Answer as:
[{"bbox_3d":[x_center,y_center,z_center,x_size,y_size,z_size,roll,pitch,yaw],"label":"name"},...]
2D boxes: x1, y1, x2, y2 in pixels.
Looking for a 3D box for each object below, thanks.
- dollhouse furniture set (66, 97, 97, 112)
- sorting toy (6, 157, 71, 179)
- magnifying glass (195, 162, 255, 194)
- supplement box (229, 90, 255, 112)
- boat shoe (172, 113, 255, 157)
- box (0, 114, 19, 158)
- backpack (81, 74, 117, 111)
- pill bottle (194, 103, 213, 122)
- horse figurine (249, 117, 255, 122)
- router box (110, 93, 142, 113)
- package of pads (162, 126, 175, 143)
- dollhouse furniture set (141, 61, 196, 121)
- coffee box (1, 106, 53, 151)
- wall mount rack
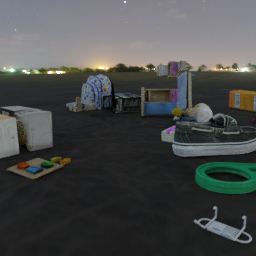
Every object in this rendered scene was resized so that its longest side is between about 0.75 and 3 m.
[{"bbox_3d":[-2.762,-1.605,15.303,1.732,1.130,1.635,10,15,39],"label":"dollhouse furniture set"},{"bbox_3d":[-1.953,0.814,6.372,0.932,0.167,1.250,7,14,29],"label":"sorting toy"},{"bbox_3d":[2.697,0.921,5.728,2.778,0.311,1.106,-5,13,-15],"label":"magnifying glass"},{"bbox_3d":[6.705,-1.373,14.595,0.983,1.017,2.956,-8,17,-25],"label":"supplement box"},{"bbox_3d":[2.537,0.125,7.525,2.879,1.021,1.038,-6,13,-25],"label":"boat shoe"},{"bbox_3d":[-3.957,0.254,7.015,1.418,0.990,1.863,11,17,42],"label":"box"},{"bbox_3d":[-1.432,-1.688,13.008,1.266,1.566,1.644,-8,22,-45],"label":"backpack"},{"bbox_3d":[2.994,-0.547,11.297,0.757,0.757,1.453,3,12,11],"label":"pill bottle"},{"bbox_3d":[5.823,-0.395,11.323,1.593,0.398,1.056,3,0,40],"label":"horse figurine"},{"bbox_3d":[-0.270,-1.396,15.182,1.847,0.766,2.464,-5,13,-23],"label":"router box"},{"bbox_3d":[1.718,0.224,8.617,1.111,0.379,0.859,9,16,36],"label":"package of pads"},{"bbox_3d":[1.608,-1.651,11.671,1.901,2.750,2.913,-1,1,-2],"label":"dollhouse furniture set"},{"bbox_3d":[-3.028,-0.052,8.297,1.852,1.047,0.739,13,17,43],"label":"coffee box"},{"bbox_3d":[1.249,1.320,3.779,0.750,0.280,0.652,9,16,41],"label":"wall mount rack"}]
